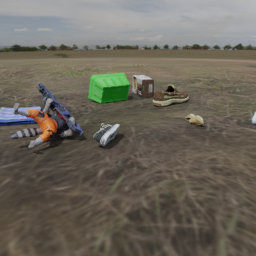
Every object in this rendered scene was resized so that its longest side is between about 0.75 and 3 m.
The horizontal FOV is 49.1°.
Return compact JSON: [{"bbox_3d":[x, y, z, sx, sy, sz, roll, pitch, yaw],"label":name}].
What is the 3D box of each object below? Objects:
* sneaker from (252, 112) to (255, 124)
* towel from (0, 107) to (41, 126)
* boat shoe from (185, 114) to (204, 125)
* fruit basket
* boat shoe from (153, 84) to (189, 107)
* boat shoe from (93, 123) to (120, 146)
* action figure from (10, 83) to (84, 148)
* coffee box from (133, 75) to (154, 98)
[{"bbox_3d":[5.381,-0.366,11.254,0.624,0.380,0.956,9,29,32],"label":"sneaker"},{"bbox_3d":[-4.739,-0.594,12.075,1.802,0.297,2.489,-4,18,-13],"label":"towel"},{"bbox_3d":[2.620,-0.284,11.129,0.400,0.376,1.051,-19,14,-12],"label":"boat shoe"},{"bbox_3d":[-1.240,-2.268,15.488,2.326,1.678,2.326,8,32,-5],"label":"fruit basket"},{"bbox_3d":[2.349,-1.781,14.631,0.966,0.968,2.616,16,24,40],"label":"boat shoe"},{"bbox_3d":[-0.707,0.146,9.170,0.512,0.554,1.500,27,26,8],"label":"boat shoe"},{"bbox_3d":[-2.767,-0.327,9.309,2.400,1.255,2.322,51,24,17],"label":"action figure"},{"bbox_3d":[0.888,-2.524,16.812,0.744,1.054,1.864,-5,19,-15],"label":"coffee box"}]
